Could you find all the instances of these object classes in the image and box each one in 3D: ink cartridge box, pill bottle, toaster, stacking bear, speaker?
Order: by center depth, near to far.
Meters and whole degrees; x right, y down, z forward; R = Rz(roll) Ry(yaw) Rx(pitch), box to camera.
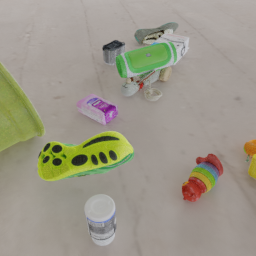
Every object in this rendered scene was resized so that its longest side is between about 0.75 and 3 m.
[{"bbox_3d":[-0.514,1.820,5.459,0.577,1.014,0.577,0,40,0],"label":"pill bottle"},{"bbox_3d":[1.672,1.228,6.525,1.144,0.695,0.651,-41,94,-30],"label":"stacking bear"},{"bbox_3d":[0.633,-2.362,9.708,2.020,0.893,0.893,-18,42,-10],"label":"speaker"},{"bbox_3d":[-0.613,-3.145,11.756,0.669,0.761,1.178,24,44,28],"label":"toaster"},{"bbox_3d":[1.903,-3.585,12.359,1.193,0.687,2.059,19,43,22],"label":"ink cartridge box"}]

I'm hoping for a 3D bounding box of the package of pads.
[{"bbox_3d":[-0.978,-0.620,8.898,1.210,0.458,0.729,27,49,30],"label":"package of pads"}]

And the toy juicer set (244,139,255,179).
[{"bbox_3d":[4.253,0.767,7.128,2.598,0.707,1.653,-1,22,6],"label":"toy juicer set"}]

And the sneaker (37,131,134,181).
[{"bbox_3d":[-0.947,0.707,5.918,2.384,0.996,0.883,-10,65,27],"label":"sneaker"}]

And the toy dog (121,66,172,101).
[{"bbox_3d":[0.680,-2.055,10.109,1.537,1.122,2.330,10,39,16],"label":"toy dog"}]

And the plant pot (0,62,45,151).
[{"bbox_3d":[-3.961,-0.180,6.925,2.791,2.791,2.566,32,61,33],"label":"plant pot"}]

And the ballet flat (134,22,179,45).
[{"bbox_3d":[1.483,-4.487,13.569,2.441,0.822,0.777,-17,69,-18],"label":"ballet flat"}]
